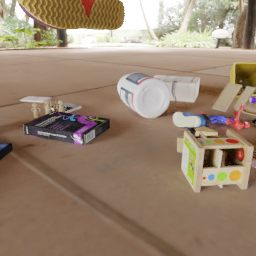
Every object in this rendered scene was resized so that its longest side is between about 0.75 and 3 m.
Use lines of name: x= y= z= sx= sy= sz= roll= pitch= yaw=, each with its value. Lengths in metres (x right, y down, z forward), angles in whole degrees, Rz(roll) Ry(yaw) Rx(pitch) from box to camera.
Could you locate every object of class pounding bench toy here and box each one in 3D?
pounding bench toy: x=2.124 y=0.629 z=7.084 sx=1.401 sy=1.116 sz=1.796 roll=-2 pitch=20 yaw=-6

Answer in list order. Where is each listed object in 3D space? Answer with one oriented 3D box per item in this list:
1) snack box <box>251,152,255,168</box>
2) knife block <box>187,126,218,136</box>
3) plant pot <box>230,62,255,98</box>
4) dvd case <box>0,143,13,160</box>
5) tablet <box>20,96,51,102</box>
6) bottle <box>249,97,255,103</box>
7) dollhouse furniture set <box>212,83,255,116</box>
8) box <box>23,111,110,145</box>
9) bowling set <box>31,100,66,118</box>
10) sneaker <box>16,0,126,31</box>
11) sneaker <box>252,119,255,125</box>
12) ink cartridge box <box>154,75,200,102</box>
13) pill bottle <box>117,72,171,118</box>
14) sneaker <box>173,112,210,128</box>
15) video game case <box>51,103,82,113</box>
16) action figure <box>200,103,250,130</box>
snack box: x=4.498 y=0.783 z=7.834 sx=2.449 sy=0.298 sz=0.880 roll=-10 pitch=23 yaw=-26
knife block: x=2.409 y=0.211 z=9.401 sx=0.812 sy=0.296 sz=0.925 roll=-14 pitch=25 yaw=-32
plant pot: x=5.986 y=-2.287 z=14.289 sx=1.660 sy=1.649 sz=1.698 roll=2 pitch=-5 yaw=4
dvd case: x=-4.634 y=1.003 z=7.335 sx=2.016 sy=0.248 sz=2.825 roll=3 pitch=20 yaw=5
tablet: x=-4.678 y=-1.476 z=14.263 sx=1.324 sy=0.090 sz=0.861 roll=5 pitch=21 yaw=12
bottle: x=5.871 y=-1.352 z=13.536 sx=0.837 sy=0.350 sz=0.273 roll=-4 pitch=14 yaw=-9
dollhouse furniture set: x=4.598 y=-0.675 z=11.211 sx=1.538 sy=1.617 sz=1.318 roll=23 pitch=72 yaw=46
box: x=-2.131 y=-0.060 z=9.920 sx=2.480 sy=0.448 sz=1.773 roll=7 pitch=21 yaw=21
bowling set: x=-3.210 y=-0.926 z=11.705 sx=1.445 sy=0.776 sz=1.006 roll=1 pitch=24 yaw=1
sneaker: x=-1.295 y=-2.585 z=6.153 sx=2.495 sy=0.935 sz=1.124 roll=-4 pitch=19 yaw=-41
sneaker: x=4.970 y=-0.149 z=10.383 sx=0.433 sy=0.318 sz=0.957 roll=-7 pitch=18 yaw=-10
ink cartridge box: x=2.396 y=-2.080 z=14.549 sx=2.424 sy=1.004 sz=1.776 roll=7 pitch=21 yaw=18
pill bottle: x=0.542 y=-1.563 z=12.254 sx=1.623 sy=1.623 sz=2.714 roll=-7 pitch=22 yaw=-19
sneaker: x=2.381 y=-0.274 z=10.374 sx=0.843 sy=0.581 sz=1.515 roll=4 pitch=4 yaw=-27
video game case: x=-2.839 y=-0.922 z=12.718 sx=1.082 sy=0.126 sz=0.984 roll=14 pitch=24 yaw=30
action figure: x=3.702 y=-0.510 z=10.449 sx=1.863 sy=0.922 sz=0.608 roll=22 pitch=-5 yaw=41
